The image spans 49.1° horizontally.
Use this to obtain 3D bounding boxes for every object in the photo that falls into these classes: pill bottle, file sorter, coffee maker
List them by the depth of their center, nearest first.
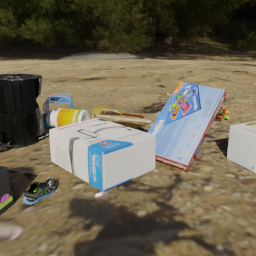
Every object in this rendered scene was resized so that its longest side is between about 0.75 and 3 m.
[{"bbox_3d":[-3.513,-0.577,8.844,1.469,2.181,2.095,1,17,5],"label":"coffee maker"},{"bbox_3d":[-2.210,-0.311,10.290,1.447,0.804,0.804,5,18,17],"label":"pill bottle"},{"bbox_3d":[-2.791,-0.737,11.378,1.116,0.987,1.608,-2,17,-8],"label":"file sorter"}]

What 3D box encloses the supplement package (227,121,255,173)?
[{"bbox_3d":[3.790,0.412,7.632,1.846,1.011,1.050,-9,19,-24],"label":"supplement package"}]

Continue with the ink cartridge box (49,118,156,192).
[{"bbox_3d":[-0.714,0.537,7.247,1.721,0.994,2.357,-16,23,-41],"label":"ink cartridge box"}]

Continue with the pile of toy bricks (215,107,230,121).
[{"bbox_3d":[3.974,-0.497,11.583,0.541,0.607,1.095,31,4,4],"label":"pile of toy bricks"}]

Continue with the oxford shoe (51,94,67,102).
[{"bbox_3d":[-3.746,-1.548,15.214,1.030,0.366,0.373,13,51,25],"label":"oxford shoe"}]

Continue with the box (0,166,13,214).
[{"bbox_3d":[-3.100,1.232,5.299,1.377,0.856,1.023,4,18,16],"label":"box"}]

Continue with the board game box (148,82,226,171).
[{"bbox_3d":[1.600,-0.201,8.032,1.498,0.283,2.909,18,56,28],"label":"board game box"}]

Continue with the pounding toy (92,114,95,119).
[{"bbox_3d":[-1.246,0.030,9.266,1.091,0.775,1.004,-16,24,-42],"label":"pounding toy"}]

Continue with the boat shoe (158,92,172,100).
[{"bbox_3d":[2.248,-1.795,15.725,1.075,0.397,0.407,2,17,5],"label":"boat shoe"}]

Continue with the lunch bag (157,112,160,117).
[{"bbox_3d":[1.751,-0.108,9.803,1.491,0.717,1.860,1,18,4],"label":"lunch bag"}]

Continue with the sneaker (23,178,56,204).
[{"bbox_3d":[-1.852,1.281,5.954,0.314,0.367,0.887,10,20,25],"label":"sneaker"}]

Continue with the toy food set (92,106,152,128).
[{"bbox_3d":[-0.232,-0.404,9.131,1.901,0.553,2.754,6,-4,-8],"label":"toy food set"}]
